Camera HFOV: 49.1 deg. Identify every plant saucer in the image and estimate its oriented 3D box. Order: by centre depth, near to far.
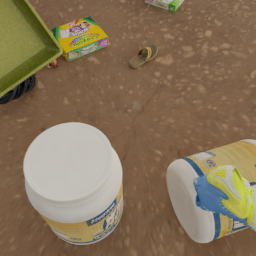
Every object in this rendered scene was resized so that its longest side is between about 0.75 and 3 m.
[{"bbox_3d":[-3.073,-2.076,6.382,2.283,2.286,0.547,-35,24,0],"label":"plant saucer"}]

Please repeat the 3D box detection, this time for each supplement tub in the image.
[{"bbox_3d":[-1.093,1.323,6.241,1.956,2.704,1.956,0,55,0],"label":"supplement tub"},{"bbox_3d":[2.476,1.377,6.668,2.681,1.939,1.939,-15,57,-10],"label":"supplement tub"}]

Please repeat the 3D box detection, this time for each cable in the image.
[{"bbox_3d":[-4.091,-1.735,9.370,1.921,0.598,2.355,32,47,13],"label":"cable"}]

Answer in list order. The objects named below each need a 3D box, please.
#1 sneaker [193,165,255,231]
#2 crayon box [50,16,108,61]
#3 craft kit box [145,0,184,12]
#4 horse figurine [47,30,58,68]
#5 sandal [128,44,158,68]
[{"bbox_3d":[1.695,1.221,4.735,0.878,1.672,0.633,-18,34,38],"label":"sneaker"},{"bbox_3d":[-1.902,-3.513,10.907,1.771,0.516,1.528,-28,60,-18],"label":"crayon box"},{"bbox_3d":[1.773,-6.005,12.750,1.498,0.368,1.517,24,59,19],"label":"craft kit box"},{"bbox_3d":[-3.128,-3.056,10.477,1.167,0.439,1.760,-2,72,18],"label":"horse figurine"},{"bbox_3d":[0.598,-2.750,10.460,0.584,0.393,1.455,39,64,24],"label":"sandal"}]
